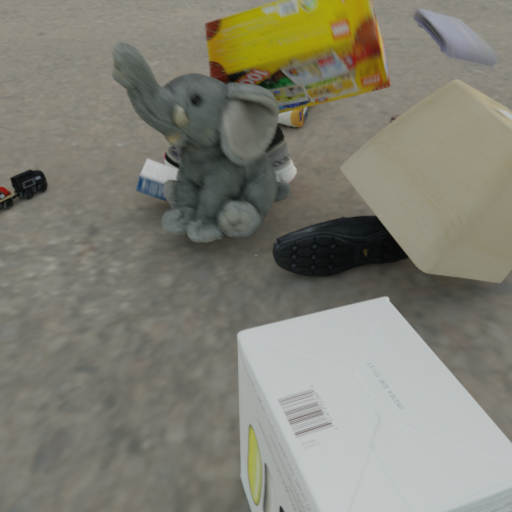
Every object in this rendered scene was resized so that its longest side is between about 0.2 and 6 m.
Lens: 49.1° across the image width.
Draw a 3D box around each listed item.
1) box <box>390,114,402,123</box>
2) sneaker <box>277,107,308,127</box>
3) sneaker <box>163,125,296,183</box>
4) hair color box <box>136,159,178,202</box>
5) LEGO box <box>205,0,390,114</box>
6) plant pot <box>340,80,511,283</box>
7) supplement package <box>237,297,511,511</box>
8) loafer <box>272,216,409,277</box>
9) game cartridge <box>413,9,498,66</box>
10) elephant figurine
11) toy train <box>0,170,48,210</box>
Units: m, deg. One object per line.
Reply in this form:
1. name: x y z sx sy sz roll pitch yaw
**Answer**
1. box: 3.790 -3.190 13.800 0.451 0.337 0.900 -27 42 -33
2. sneaker: 0.920 -4.373 14.764 1.223 1.045 2.775 9 40 16
3. sneaker: -0.602 -2.233 11.506 2.924 1.279 1.079 9 35 22
4. hair color box: -1.575 -1.336 10.727 1.302 0.394 0.651 19 38 -9
5. LEGO box: 0.795 -3.545 9.969 2.808 1.083 2.091 -9 -10 19
6. plant pot: 3.043 -1.162 8.165 2.261 2.001 2.258 7 41 -40
7. supplement package: 0.860 1.943 4.941 1.590 2.161 2.067 -11 36 -15
8. loafer: 1.412 -0.216 9.219 2.481 0.843 0.871 -7 29 -16
9. game cartridge: 3.092 -3.400 8.729 0.883 0.262 1.363 8 42 -21
10. elephant figurine: -0.696 -1.970 9.059 2.230 3.151 2.445 -2 26 7
11. toy train: -5.004 -1.071 10.599 0.409 0.549 2.396 22 41 28
